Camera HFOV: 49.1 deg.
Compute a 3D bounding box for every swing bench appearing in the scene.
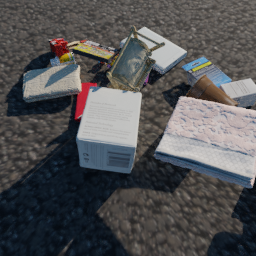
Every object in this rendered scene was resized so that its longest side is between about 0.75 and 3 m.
[{"bbox_3d":[0.200,-2.311,10.738,1.361,2.098,2.087,28,82,-1],"label":"swing bench"}]

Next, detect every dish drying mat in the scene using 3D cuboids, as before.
[{"bbox_3d":[-1.756,-1.126,11.694,0.788,0.187,2.052,-1,55,1],"label":"dish drying mat"}]

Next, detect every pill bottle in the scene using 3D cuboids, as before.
[{"bbox_3d":[-2.983,-3.059,12.837,1.050,0.583,0.583,-18,56,-13],"label":"pill bottle"}]

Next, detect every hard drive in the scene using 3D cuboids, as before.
[{"bbox_3d":[1.204,-3.792,13.505,2.738,0.360,1.806,39,63,24],"label":"hard drive"}]

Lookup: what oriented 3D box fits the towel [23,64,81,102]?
[{"bbox_3d":[-3.280,-1.945,12.118,2.502,0.431,1.658,-9,56,-3],"label":"towel"}]

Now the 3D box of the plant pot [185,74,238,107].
[{"bbox_3d":[3.135,-0.883,10.747,1.673,1.690,1.690,39,63,15],"label":"plant pot"}]

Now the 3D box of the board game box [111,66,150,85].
[{"bbox_3d":[0.076,-2.509,12.664,1.766,0.285,1.060,10,59,7],"label":"board game box"}]

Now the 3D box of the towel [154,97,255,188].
[{"bbox_3d":[2.510,0.198,8.342,2.834,0.457,2.707,15,51,21],"label":"towel"}]

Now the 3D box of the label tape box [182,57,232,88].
[{"bbox_3d":[3.359,-2.199,12.228,1.295,0.598,1.808,-27,57,-19],"label":"label tape box"}]

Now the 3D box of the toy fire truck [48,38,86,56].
[{"bbox_3d":[-2.720,-3.785,12.939,1.566,0.541,2.220,-16,30,-18],"label":"toy fire truck"}]

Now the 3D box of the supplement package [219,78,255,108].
[{"bbox_3d":[4.466,-1.348,11.450,1.381,0.837,0.827,-12,55,-9],"label":"supplement package"}]

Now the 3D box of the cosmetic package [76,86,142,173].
[{"bbox_3d":[-0.604,0.074,9.719,1.861,1.859,2.255,8,54,0],"label":"cosmetic package"}]

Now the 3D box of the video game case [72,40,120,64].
[{"bbox_3d":[-1.067,-2.623,9.576,1.296,0.165,1.171,19,35,8],"label":"video game case"}]

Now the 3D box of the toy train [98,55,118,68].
[{"bbox_3d":[-0.730,-3.255,12.911,1.327,0.369,0.997,-21,45,-2],"label":"toy train"}]
